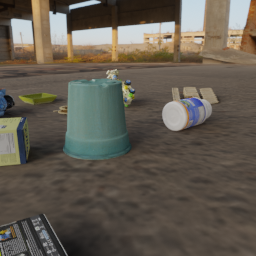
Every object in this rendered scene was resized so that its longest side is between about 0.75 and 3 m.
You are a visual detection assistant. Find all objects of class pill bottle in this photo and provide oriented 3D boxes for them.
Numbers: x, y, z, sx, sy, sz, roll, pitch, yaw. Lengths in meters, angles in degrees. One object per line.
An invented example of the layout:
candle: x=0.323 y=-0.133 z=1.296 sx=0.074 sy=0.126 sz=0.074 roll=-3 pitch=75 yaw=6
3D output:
pill bottle: x=1.913 y=-0.483 z=8.780 sx=1.607 sy=0.901 sz=0.901 roll=-15 pitch=22 yaw=-41

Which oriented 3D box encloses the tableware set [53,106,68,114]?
tableware set: x=-1.948 y=-0.849 z=11.048 sx=1.741 sy=0.349 sz=1.151 roll=-15 pitch=22 yaw=-43

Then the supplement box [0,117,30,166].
supplement box: x=-2.878 y=0.287 z=6.277 sx=1.173 sy=0.788 sz=1.174 roll=-4 pitch=16 yaw=-14

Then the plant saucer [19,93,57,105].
plant saucer: x=-4.103 y=-1.326 z=12.796 sx=1.279 sy=0.306 sz=1.277 roll=15 pitch=22 yaw=41

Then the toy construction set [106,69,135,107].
toy construction set: x=-0.335 y=-1.626 z=11.852 sx=1.174 sy=1.790 sz=0.825 roll=-5 pitch=-25 yaw=-24

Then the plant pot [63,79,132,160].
plant pot: x=-0.769 y=-0.306 z=6.800 sx=1.695 sy=1.660 sz=1.695 roll=-1 pitch=16 yaw=0

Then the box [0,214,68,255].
box: x=-1.220 y=1.572 z=2.500 sx=1.475 sy=0.408 sz=1.842 roll=-10 pitch=19 yaw=-30

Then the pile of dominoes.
pile of dominoes: x=3.167 y=-1.431 z=13.488 sx=2.028 sy=0.414 sz=2.601 roll=2 pitch=24 yaw=6

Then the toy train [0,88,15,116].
toy train: x=-5.115 y=-0.823 z=9.799 sx=1.463 sy=1.110 sz=2.561 roll=13 pitch=17 yaw=13
